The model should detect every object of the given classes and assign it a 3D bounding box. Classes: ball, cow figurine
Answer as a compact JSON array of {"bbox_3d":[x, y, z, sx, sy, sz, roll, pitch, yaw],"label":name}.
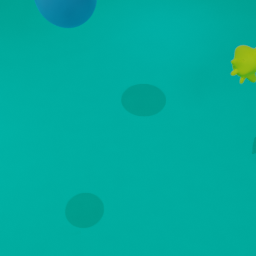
[{"bbox_3d":[-1.208,-2.584,5.448,1.209,1.209,1.209,0,60,0],"label":"ball"},{"bbox_3d":[2.311,-1.227,4.509,1.190,0.664,1.209,-56,27,5],"label":"cow figurine"}]
